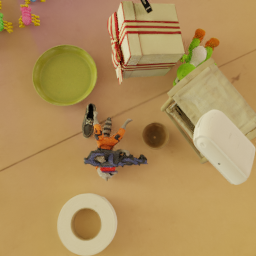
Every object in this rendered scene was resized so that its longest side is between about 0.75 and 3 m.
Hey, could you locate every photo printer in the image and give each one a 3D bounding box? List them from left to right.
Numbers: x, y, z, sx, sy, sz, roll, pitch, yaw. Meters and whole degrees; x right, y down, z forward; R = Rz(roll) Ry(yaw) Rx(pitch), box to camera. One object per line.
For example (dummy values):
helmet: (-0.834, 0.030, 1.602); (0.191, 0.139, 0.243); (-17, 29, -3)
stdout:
photo printer: (2.400, 0.381, 7.051); (1.676, 0.582, 1.394); (46, 44, -4)

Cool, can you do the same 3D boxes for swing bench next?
swing bench: (2.791, -0.425, 9.881); (1.825, 2.812, 2.797); (-35, 81, -6)

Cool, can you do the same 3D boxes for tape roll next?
tape roll: (-1.476, 3.472, 10.215); (2.181, 0.398, 2.181); (-1, 78, 6)

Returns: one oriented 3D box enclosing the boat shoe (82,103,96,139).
boat shoe: (-1.559, -0.307, 11.061); (0.516, 0.446, 1.421); (9, 79, 2)

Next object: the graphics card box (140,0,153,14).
graphics card box: (0.510, -4.309, 9.340); (0.234, 0.576, 0.918); (-27, 99, 14)

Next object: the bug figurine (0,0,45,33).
bug figurine: (-4.957, -5.172, 11.895); (2.862, 0.736, 2.220); (-12, 79, -3)

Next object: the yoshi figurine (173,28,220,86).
yoshi figurine: (2.587, -2.591, 10.839); (1.370, 1.365, 2.437); (26, 85, 41)

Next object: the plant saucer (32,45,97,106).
plant saucer: (-2.547, -2.113, 11.451); (2.614, 0.406, 2.614); (0, 78, -1)

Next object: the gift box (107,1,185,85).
gift box: (0.466, -3.082, 10.713); (2.391, 2.561, 2.363); (-5, 73, -17)

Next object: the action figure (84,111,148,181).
action figure: (-0.507, 0.800, 10.699); (2.532, 1.324, 2.449); (13, 85, -25)

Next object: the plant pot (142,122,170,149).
plant pot: (1.056, 0.323, 10.912); (1.070, 0.494, 1.070); (0, 79, -1)
